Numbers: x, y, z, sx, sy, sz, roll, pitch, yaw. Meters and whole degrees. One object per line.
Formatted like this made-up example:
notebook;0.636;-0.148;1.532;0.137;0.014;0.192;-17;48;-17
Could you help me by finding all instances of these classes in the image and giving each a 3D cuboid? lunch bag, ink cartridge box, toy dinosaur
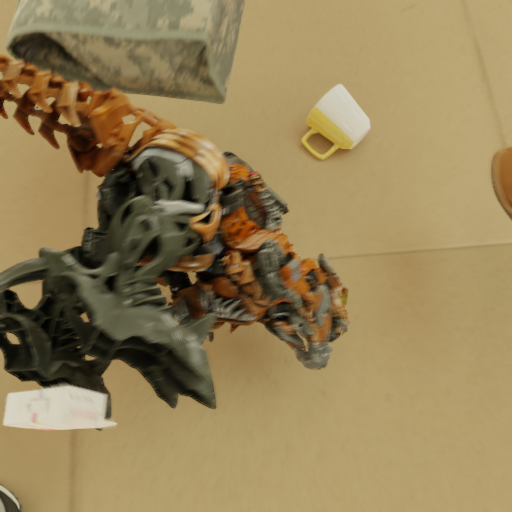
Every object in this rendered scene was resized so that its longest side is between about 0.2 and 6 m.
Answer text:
lunch bag;-1.514;-3.146;6.714;2.609;1.534;2.139;8;76;8
ink cartridge box;-1.898;1.507;5.507;0.979;0.570;0.330;-11;65;24
toy dinosaur;-1.209;-0.182;6.487;5.464;2.791;3.709;28;53;-4

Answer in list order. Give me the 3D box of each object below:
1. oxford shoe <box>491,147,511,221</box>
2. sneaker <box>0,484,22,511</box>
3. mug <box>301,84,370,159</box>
oxford shoe;3.756;-0.656;7.238;0.824;0.823;2.309;6;53;-18
sneaker;-4.766;3.537;7.811;2.955;1.172;1.092;13;69;3
mug;1.506;-2.386;10.269;0.943;1.149;0.920;45;43;6
